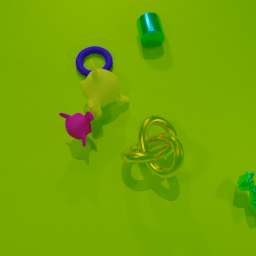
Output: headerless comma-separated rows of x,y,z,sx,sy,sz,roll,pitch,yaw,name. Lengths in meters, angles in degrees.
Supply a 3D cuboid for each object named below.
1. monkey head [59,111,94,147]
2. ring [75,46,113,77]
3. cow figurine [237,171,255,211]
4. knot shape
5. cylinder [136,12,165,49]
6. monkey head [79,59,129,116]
-1.340,-0.100,7.762,0.708,0.846,1.176,-37,89,-37,monkey head
-1.140,-2.234,9.453,1.270,0.254,1.270,0,66,0,ring
3.394,1.680,7.330,1.065,0.584,1.047,22,38,-25,cow figurine
0.809,0.588,7.531,1.810,0.836,1.693,-40,51,-13,knot shape
0.770,-3.334,9.602,0.861,0.861,0.861,-8,66,-3,cylinder
-0.745,-1.058,8.264,1.113,1.848,1.329,-34,40,16,monkey head
